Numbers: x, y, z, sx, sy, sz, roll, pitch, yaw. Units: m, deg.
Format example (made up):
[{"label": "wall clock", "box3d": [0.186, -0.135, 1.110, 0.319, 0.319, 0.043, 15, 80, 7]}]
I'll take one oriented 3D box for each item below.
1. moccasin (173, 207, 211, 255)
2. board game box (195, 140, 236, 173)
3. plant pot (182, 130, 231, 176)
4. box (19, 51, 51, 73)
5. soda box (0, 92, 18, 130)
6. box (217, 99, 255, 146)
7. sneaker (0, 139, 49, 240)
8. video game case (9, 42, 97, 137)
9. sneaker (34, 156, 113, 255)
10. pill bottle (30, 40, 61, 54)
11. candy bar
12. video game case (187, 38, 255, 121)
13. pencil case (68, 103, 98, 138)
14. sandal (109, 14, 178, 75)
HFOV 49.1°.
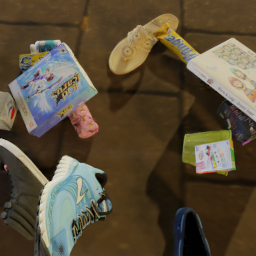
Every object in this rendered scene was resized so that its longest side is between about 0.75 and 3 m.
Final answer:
[{"label": "moccasin", "box3d": [1.526, 3.239, 6.723, 1.048, 0.888, 2.605, -11, 66, -5]}, {"label": "board game box", "box3d": [1.762, 0.597, 5.728, 0.771, 0.156, 0.590, -15, 67, 39]}, {"label": "plant pot", "box3d": [2.167, 0.620, 7.815, 1.214, 1.261, 1.261, 6, 66, 16]}, {"label": "box", "box3d": [-2.792, -2.177, 9.331, 1.495, 0.524, 0.481, -8, 66, -3]}, {"label": "soda box", "box3d": [-4.850, -0.633, 8.462, 2.710, 0.860, 0.925, 6, 66, 3]}, {"label": "box", "box3d": [3.376, -0.258, 8.327, 0.691, 0.797, 1.304, -27, 69, -11]}, {"label": "sneaker", "box3d": [-2.939, 1.618, 7.347, 1.460, 1.041, 2.943, -41, 76, -22]}, {"label": "video game case", "box3d": [-2.312, -1.182, 8.404, 2.240, 0.509, 2.031, -36, 63, 6]}, {"label": "sneaker", "box3d": [-0.869, 1.370, 5.018, 1.225, 1.067, 2.723, 9, 24, -3]}, {"label": "pill bottle", "box3d": [-2.782, -2.689, 9.551, 0.997, 0.552, 0.552, -4, 66, -1]}, {"label": "candy bar", "box3d": [2.064, -2.485, 9.461, 0.699, 0.310, 2.802, -42, 77, -11]}, {"label": "video game case", "box3d": [3.597, -1.598, 8.578, 2.673, 0.348, 2.937, 43, 50, 17]}, {"label": "pencil case", "box3d": [-1.457, -0.411, 8.508, 0.652, 0.624, 1.507, -37, 68, 20]}, {"label": "sandal", "box3d": [0.522, -3.173, 9.492, 3.154, 1.037, 1.157, -41, 72, -16]}]
